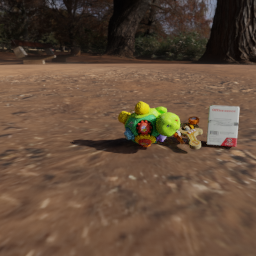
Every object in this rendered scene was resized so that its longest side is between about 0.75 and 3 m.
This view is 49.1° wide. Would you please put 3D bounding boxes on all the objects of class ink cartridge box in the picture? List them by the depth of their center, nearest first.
[{"bbox_3d":[2.087,-0.057,6.183,0.623,0.863,0.361,5,6,17],"label":"ink cartridge box"}]

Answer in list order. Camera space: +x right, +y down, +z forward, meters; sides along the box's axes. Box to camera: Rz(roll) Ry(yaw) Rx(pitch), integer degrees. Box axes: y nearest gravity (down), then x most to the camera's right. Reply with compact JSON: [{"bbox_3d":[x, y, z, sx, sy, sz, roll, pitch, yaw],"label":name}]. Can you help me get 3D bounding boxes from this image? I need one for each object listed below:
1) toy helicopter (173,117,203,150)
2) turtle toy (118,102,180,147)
[{"bbox_3d":[1.305,0.152,6.100,0.680,0.406,1.028,-6,29,0],"label":"toy helicopter"},{"bbox_3d":[0.474,-0.031,5.847,1.023,0.709,1.403,24,-34,-35],"label":"turtle toy"}]
